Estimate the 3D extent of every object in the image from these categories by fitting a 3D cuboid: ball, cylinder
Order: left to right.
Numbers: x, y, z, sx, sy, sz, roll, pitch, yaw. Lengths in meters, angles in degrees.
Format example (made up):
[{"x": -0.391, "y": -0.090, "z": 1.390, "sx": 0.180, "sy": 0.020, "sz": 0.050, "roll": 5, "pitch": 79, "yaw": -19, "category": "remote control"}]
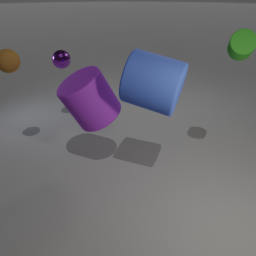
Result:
[{"x": -3.559, "y": -1.985, "z": 8.296, "sx": 0.700, "sy": 0.700, "sz": 0.700, "roll": 0, "pitch": 28, "yaw": 0, "category": "ball"}, {"x": -2.541, "y": -2.614, "z": 10.671, "sx": 0.700, "sy": 0.700, "sz": 0.700, "roll": 0, "pitch": 28, "yaw": 0, "category": "ball"}, {"x": -1.118, "y": -0.845, "z": 8.198, "sx": 1.400, "sy": 1.400, "sz": 1.400, "roll": -21, "pitch": 37, "yaw": 16, "category": "cylinder"}, {"x": 0.659, "y": -1.162, "z": 7.184, "sx": 1.400, "sy": 1.400, "sz": 1.400, "roll": 19, "pitch": 31, "yaw": 11, "category": "cylinder"}, {"x": 3.132, "y": -2.279, "z": 7.711, "sx": 0.700, "sy": 0.700, "sz": 0.700, "roll": 7, "pitch": 1, "yaw": 13, "category": "cylinder"}]
